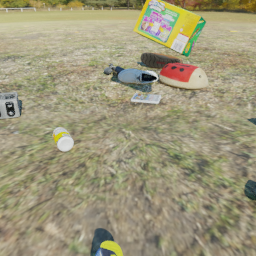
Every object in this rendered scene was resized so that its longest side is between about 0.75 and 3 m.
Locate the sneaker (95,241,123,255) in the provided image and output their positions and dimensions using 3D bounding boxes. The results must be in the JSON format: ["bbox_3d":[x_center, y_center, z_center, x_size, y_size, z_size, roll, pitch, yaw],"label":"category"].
[{"bbox_3d":[-0.278,2.457,4.281,0.483,0.537,1.306,20,36,-26],"label":"sneaker"}]

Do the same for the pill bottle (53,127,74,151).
[{"bbox_3d":[-2.003,0.311,8.531,0.490,0.490,0.897,-12,28,-23],"label":"pill bottle"}]

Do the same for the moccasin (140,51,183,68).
[{"bbox_3d":[2.046,-4.167,17.114,2.607,0.954,1.006,7,22,17],"label":"moccasin"}]

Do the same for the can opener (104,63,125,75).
[{"bbox_3d":[-0.616,-2.983,15.360,0.748,0.597,2.238,-42,38,-7],"label":"can opener"}]

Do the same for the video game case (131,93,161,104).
[{"bbox_3d":[0.800,-1.301,12.242,1.187,0.107,0.850,7,27,13],"label":"video game case"}]

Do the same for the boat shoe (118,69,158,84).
[{"bbox_3d":[0.528,-2.605,14.174,2.024,0.745,0.661,-6,23,-9],"label":"boat shoe"}]

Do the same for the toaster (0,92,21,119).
[{"bbox_3d":[-4.684,-0.853,10.643,1.093,0.717,1.209,-7,27,-16],"label":"toaster"}]

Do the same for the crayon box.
[{"bbox_3d":[1.317,-3.352,9.221,2.086,1.239,0.608,34,18,26],"label":"crayon box"}]

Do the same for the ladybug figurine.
[{"bbox_3d":[2.717,-2.645,13.987,2.672,0.961,1.814,18,32,32],"label":"ladybug figurine"}]
